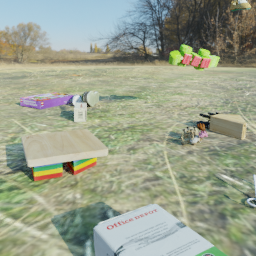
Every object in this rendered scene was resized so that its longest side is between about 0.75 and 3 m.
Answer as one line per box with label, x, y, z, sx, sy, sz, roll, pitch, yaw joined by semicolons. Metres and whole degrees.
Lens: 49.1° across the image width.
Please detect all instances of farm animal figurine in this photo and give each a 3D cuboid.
farm animal figurine;2.266;0.320;9.483;0.917;0.571;1.135;-14;14;21

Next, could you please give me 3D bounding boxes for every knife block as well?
knife block;3.546;-0.154;10.878;1.677;0.611;1.910;2;17;10

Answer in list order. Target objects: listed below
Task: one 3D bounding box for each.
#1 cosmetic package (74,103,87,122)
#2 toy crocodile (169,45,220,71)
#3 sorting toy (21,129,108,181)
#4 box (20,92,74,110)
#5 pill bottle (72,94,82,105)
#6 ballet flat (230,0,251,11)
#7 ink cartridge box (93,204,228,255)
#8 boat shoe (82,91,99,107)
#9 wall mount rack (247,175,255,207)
cosmetic package;-2.173;-0.736;12.850;0.548;0.649;1.256;-1;18;-8
toy crocodile;3.122;-3.199;13.107;2.791;0.942;0.862;3;35;-25
sorting toy;-1.795;0.706;7.714;1.979;0.693;1.991;-6;17;-23
box;-4.602;-1.601;16.084;1.713;0.490;2.504;10;19;32
pill bottle;-2.873;-1.570;15.859;0.585;0.585;1.006;-3;17;-9
ballet flat;2.786;-3.085;7.000;0.297;0.272;0.864;-7;21;-5
ink cartridge box;0.413;1.827;3.827;1.205;0.683;1.644;-10;19;-30
boat shoe;-2.217;-1.672;15.802;0.727;0.861;2.415;2;8;5
wall mount rack;3.072;1.385;5.876;1.105;0.412;0.960;4;16;10
